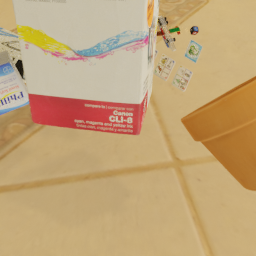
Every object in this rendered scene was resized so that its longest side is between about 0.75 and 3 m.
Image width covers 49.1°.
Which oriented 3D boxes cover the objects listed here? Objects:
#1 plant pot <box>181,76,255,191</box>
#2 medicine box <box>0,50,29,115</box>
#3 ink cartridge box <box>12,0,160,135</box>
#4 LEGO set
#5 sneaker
[{"bbox_3d":[1.750,-0.025,3.595,1.755,1.755,1.228,-28,86,-25],"label":"plant pot"},{"bbox_3d":[-1.972,-0.638,4.223,0.723,0.794,0.409,-24,48,-11],"label":"medicine box"},{"bbox_3d":[-0.392,-1.187,3.569,1.455,2.012,1.462,7,32,9],"label":"ink cartridge box"},{"bbox_3d":[0.815,-1.465,5.240,1.049,0.345,1.405,29,70,-10],"label":"LEGO set"},{"bbox_3d":[-2.037,-1.229,4.908,2.221,0.798,0.805,10,31,-27],"label":"sneaker"}]
